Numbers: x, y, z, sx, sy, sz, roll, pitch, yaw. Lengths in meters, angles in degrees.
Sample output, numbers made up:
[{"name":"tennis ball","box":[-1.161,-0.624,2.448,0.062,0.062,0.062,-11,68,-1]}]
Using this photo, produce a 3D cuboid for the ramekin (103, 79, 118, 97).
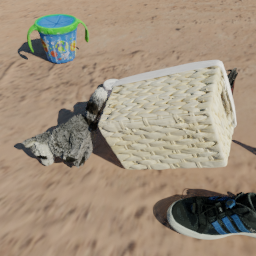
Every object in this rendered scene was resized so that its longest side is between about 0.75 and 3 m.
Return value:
[{"name":"ramekin","box":[-0.542,-1.464,10.162,0.769,0.375,0.769,0,39,0]}]

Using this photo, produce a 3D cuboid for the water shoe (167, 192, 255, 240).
[{"name":"water shoe","box":[2.171,1.667,5.808,2.680,1.058,0.958,2,40,3]}]

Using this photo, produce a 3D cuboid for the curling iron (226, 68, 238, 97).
[{"name":"curling iron","box":[2.623,-0.555,7.603,0.534,2.154,0.275,-13,25,-40]}]

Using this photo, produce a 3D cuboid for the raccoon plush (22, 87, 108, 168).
[{"name":"raccoon plush","box":[-1.618,-0.070,7.380,1.603,1.157,2.392,20,79,12]}]

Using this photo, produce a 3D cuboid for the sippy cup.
[{"name":"sippy cup","box":[-2.916,-3.727,11.885,2.278,1.669,1.788,6,41,8]}]

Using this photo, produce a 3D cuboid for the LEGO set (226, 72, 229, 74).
[{"name":"LEGO set","box":[3.575,-2.090,10.973,0.929,0.406,1.431,19,23,-6]}]

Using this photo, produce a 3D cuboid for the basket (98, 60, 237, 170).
[{"name":"basket","box":[0.960,-0.161,6.791,2.874,1.948,1.773,-6,42,30]}]
